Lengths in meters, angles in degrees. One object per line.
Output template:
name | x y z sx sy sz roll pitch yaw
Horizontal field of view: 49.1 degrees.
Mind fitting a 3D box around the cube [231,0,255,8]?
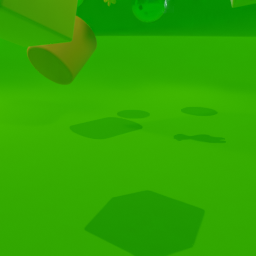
cube | 3.175 -3.851 7.610 0.706 0.706 0.706 -6 -22 13

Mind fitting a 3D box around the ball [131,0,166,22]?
ball | 0.630 -3.802 8.571 1.067 1.067 1.067 0 20 0

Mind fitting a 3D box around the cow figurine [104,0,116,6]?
cow figurine | -0.098 -3.200 6.248 0.992 0.976 0.544 21 8 19

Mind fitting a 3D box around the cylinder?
cylinder | -1.702 -2.061 7.373 1.336 1.336 1.336 13 60 31

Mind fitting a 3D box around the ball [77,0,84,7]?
ball | -1.725 -4.013 8.201 0.963 0.963 0.963 0 20 0

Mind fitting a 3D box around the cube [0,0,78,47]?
cube | -1.312 -1.658 3.401 1.005 1.005 1.005 7 -1 35
